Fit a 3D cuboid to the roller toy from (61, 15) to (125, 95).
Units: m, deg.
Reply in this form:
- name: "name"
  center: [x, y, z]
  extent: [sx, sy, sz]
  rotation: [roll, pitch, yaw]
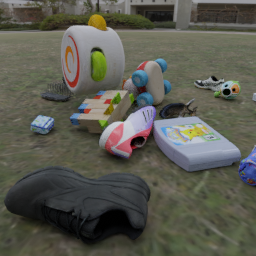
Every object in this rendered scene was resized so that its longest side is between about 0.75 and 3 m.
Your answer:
- name: "roller toy"
  center: [-1.445, -2.822, 11.668]
  extent: [2.081, 2.717, 2.978]
  rotation: [-10, 68, -29]

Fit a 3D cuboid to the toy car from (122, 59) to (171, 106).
- name: "toy car"
  center: [0.463, -1.962, 12.544]
  extent: [2.163, 1.914, 1.994]
  rotation: [4, 29, 38]

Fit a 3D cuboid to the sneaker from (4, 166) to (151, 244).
- name: "sneaker"
  center: [-1.011, 1.537, 5.490]
  extent: [2.956, 1.123, 1.342]
  rotation: [-1, 30, 2]

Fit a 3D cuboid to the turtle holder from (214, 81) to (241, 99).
- name: "turtle holder"
  center: [4.628, -1.774, 13.066]
  extent: [1.114, 0.846, 0.791]
  rotation: [20, 32, 34]

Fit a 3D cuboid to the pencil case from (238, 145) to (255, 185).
- name: "pencil case"
  center: [3.454, 0.883, 7.395]
  extent: [0.688, 0.618, 1.585]
  rotation: [40, 41, 22]

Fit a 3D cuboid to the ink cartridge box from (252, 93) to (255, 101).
- name: "ink cartridge box"
  center: [6.884, -1.211, 12.388]
  extent: [1.814, 0.400, 1.847]
  rotation: [-7, 24, -16]

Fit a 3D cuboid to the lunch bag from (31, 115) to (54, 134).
- name: "lunch bag"
  center: [-2.969, -0.125, 9.794]
  extent: [0.634, 0.325, 0.788]
  rotation: [16, 30, 3]

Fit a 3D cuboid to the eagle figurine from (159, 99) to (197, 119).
- name: "eagle figurine"
  center: [1.903, -0.624, 10.574]
  extent: [1.307, 0.991, 0.986]
  rotation: [14, 48, 18]

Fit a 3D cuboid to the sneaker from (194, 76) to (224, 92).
- name: "sneaker"
  center: [4.262, -2.395, 14.592]
  extent: [1.688, 0.740, 0.639]
  rotation: [19, 32, 40]

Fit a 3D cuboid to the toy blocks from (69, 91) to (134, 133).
- name: "toy blocks"
  center: [-1.004, -0.629, 10.163]
  extent: [1.648, 1.204, 2.410]
  rotation: [4, 40, 26]

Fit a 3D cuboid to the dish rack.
- name: "dish rack"
  center: [-3.089, -1.937, 13.728]
  extent: [1.748, 0.622, 2.279]
  rotation: [12, 27, 28]

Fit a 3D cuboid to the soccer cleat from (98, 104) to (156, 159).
- name: "soccer cleat"
  center: [0.292, 0.086, 9.020]
  extent: [1.093, 1.019, 2.988]
  rotation: [32, 33, 18]

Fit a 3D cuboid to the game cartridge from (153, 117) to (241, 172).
- name: "game cartridge"
  center: [1.882, 0.368, 8.741]
  extent: [1.868, 0.567, 2.801]
  rotation: [-10, 26, -13]
